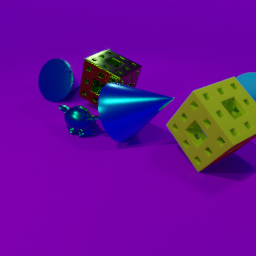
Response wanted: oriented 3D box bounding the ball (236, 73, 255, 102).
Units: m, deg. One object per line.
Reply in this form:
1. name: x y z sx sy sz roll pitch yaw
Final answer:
1. ball: 3.124 -0.835 7.163 1.147 1.147 1.147 0 30 0

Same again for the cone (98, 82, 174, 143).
1. cone: 0.370 -0.495 6.253 1.482 1.477 1.477 -12 19 36

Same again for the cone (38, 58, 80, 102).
1. cone: -1.997 -1.495 9.346 1.361 1.361 1.366 15 6 24

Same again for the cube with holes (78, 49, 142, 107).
1. cube with holes: -0.532 -1.390 8.269 1.216 1.216 1.216 30 39 16

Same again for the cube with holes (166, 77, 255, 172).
1. cube with holes: 1.818 -0.071 5.761 1.227 1.227 1.227 -21 68 -30

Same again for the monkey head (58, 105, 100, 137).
1. monkey head: -1.148 -0.250 7.060 1.231 0.742 0.886 17 32 23
